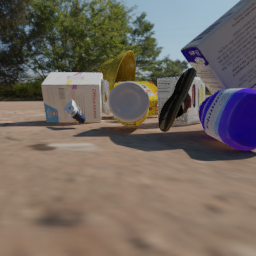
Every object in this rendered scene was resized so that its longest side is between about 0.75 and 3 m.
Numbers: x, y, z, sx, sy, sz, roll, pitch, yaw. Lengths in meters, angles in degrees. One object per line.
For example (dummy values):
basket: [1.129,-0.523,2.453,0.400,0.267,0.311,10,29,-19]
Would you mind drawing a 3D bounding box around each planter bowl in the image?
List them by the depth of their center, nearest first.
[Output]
planter bowl: [-0.596,-1.794,10.937,1.075,2.582,2.582,14,10,15]

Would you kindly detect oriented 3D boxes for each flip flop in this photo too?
flip flop: [1.053,-0.530,5.608,0.403,1.399,0.567,28,-4,-20]

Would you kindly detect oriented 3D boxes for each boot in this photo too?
boot: [-1.423,-0.422,7.530,0.451,0.363,0.998,43,6,-28]

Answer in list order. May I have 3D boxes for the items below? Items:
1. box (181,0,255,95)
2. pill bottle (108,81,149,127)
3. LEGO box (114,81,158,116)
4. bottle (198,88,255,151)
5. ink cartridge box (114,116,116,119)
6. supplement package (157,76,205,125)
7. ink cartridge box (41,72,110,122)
box: [2.888,-1.552,6.403,2.245,2.442,1.281,-39,12,1]
pill bottle: [0.064,-0.518,6.992,0.934,0.934,1.635,0,-6,4]
LEGO box: [0.333,-1.161,11.066,1.984,0.766,1.478,-5,40,-26]
bottle: [1.797,-0.239,5.124,0.741,0.948,2.269,21,8,-2]
ink cartridge box: [0.046,-0.511,9.355,0.661,0.382,0.906,-4,2,35]
supplement package: [1.635,-0.832,8.461,0.999,1.359,1.299,3,8,38]
ink cartridge box: [-1.574,-1.007,9.027,1.989,1.278,1.245,1,29,-2]
